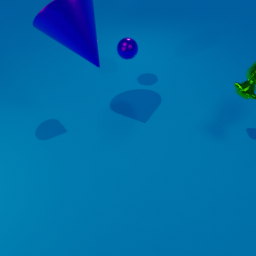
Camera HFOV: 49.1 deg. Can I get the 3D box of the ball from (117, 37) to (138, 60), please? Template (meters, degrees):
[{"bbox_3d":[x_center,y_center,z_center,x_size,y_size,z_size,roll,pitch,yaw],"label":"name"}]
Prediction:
[{"bbox_3d":[-0.016,-2.647,9.343,0.722,0.722,0.722,0,49,0],"label":"ball"}]

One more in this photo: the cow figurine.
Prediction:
[{"bbox_3d":[3.200,-1.281,6.968,0.664,1.210,1.191,38,43,10],"label":"cow figurine"}]

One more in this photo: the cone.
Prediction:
[{"bbox_3d":[-1.140,-2.190,6.862,1.649,1.649,1.656,-38,101,-28],"label":"cone"}]
